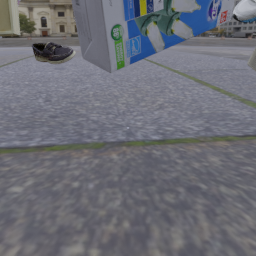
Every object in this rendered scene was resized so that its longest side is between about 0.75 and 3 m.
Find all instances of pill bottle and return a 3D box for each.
[{"bbox_3d":[-3.417,-3.465,7.245,1.153,2.034,1.153,27,13,-7],"label":"pill bottle"}]

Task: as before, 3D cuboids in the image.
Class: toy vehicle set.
[{"bbox_3d":[-2.867,-2.853,5.484,1.266,2.038,0.270,0,12,6],"label":"toy vehicle set"}]

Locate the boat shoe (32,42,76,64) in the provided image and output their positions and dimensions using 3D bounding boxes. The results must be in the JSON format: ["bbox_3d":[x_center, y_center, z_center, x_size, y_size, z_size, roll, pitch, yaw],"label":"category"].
[{"bbox_3d":[-1.949,-1.951,7.133,1.397,0.453,0.502,13,55,35],"label":"boat shoe"}]

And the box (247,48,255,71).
[{"bbox_3d":[3.716,-2.234,5.971,0.895,2.617,1.075,-22,57,-26],"label":"box"}]

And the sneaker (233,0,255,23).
[{"bbox_3d":[3.045,-3.010,6.123,1.701,0.737,0.638,-34,61,5],"label":"sneaker"}]

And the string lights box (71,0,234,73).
[{"bbox_3d":[0.511,-2.000,4.183,2.675,1.375,0.789,-30,44,-26],"label":"string lights box"}]
